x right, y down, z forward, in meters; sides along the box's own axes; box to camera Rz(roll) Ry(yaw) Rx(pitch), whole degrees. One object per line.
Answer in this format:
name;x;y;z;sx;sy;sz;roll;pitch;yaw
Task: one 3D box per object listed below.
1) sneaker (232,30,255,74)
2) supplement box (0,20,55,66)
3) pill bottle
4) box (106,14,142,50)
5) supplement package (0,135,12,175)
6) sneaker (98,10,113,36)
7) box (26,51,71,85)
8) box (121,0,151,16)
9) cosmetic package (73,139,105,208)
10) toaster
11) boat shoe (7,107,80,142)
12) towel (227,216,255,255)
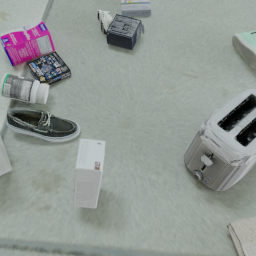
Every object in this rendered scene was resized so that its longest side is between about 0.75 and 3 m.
sneaker;4.794;-2.795;9.999;1.246;0.777;2.112;-18;58;-4
supplement box;-3.651;-3.086;10.168;1.687;0.872;0.854;-26;62;-16
pill bottle;-3.298;-1.228;9.007;1.364;0.772;0.772;12;59;-11
box;-0.149;-3.621;10.598;1.053;0.649;1.045;18;61;11
supplement package;-4.866;0.438;7.138;2.564;2.452;1.886;-25;62;-14
sneaker;-0.847;-4.189;11.063;0.550;0.510;1.358;-6;60;-14
box;-2.784;-2.074;9.858;1.162;0.291;1.171;-31;64;-20
box;0.300;-5.360;11.826;1.232;0.325;1.581;-2;58;-2
cosmetic package;-0.954;1.139;6.747;0.644;1.739;0.884;6;45;-5
toaster;2.945;0.253;7.587;2.927;1.891;1.663;-35;66;-19
boat shoe;-2.531;-0.120;8.343;2.188;0.776;0.789;6;59;-8
towel;3.625;2.800;6.974;2.047;0.353;1.357;-12;61;-7
